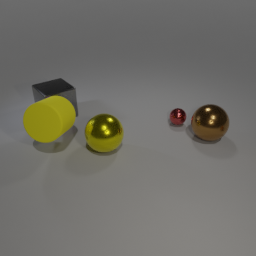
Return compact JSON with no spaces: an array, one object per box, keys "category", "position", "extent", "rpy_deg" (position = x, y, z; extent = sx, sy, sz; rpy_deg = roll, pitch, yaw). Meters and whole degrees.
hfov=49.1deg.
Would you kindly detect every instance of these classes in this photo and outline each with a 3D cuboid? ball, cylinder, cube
[{"category":"ball","position":[2.066,-0.474,11.588],"extent":[0.700,0.700,0.700],"rpy_deg":[0,32,0]},{"category":"cylinder","position":[-2.739,-0.343,9.922],"extent":[1.400,1.400,1.400],"rpy_deg":[5,16,7]},{"category":"cube","position":[-3.149,-1.174,12.161],"extent":[1.400,1.400,1.400],"rpy_deg":[-22,38,-31]},{"category":"ball","position":[3.100,-0.203,10.603],"extent":[1.400,1.400,1.400],"rpy_deg":[0,32,0]},{"category":"ball","position":[-0.846,0.177,9.998],"extent":[1.400,1.400,1.400],"rpy_deg":[0,32,0]}]
